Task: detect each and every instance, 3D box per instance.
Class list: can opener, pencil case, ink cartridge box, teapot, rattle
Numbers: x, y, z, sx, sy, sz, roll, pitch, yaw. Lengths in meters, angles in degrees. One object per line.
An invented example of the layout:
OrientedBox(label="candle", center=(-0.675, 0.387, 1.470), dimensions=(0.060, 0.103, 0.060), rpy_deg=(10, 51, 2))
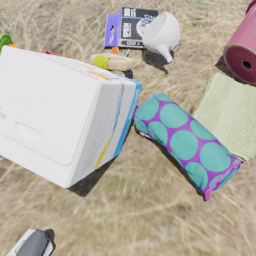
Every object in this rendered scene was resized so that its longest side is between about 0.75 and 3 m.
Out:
OrientedBox(label="can opener", center=(-2.734, 3.327, 5.653), dimensions=(0.778, 0.976, 2.918), rpy_deg=(30, 61, 18))
OrientedBox(label="pencil case", center=(1.486, 0.399, 7.467), dimensions=(2.914, 1.240, 1.346), rpy_deg=(46, 110, 26))
OrientedBox(label="ink cartridge box", center=(0.171, -3.870, 10.727), dimensions=(2.091, 0.454, 2.072), rpy_deg=(2, 54, -2))
OrientedBox(label="ink cartridge box", center=(-1.312, -0.402, 6.571), dimensions=(2.202, 2.163, 2.991), rpy_deg=(23, 14, 13))
OrientedBox(label="teapot", center=(1.236, -3.038, 9.326), dimensions=(1.421, 1.038, 1.402), rpy_deg=(-56, 28, 7))
OrientedBox(label="rattle", center=(-0.507, -1.849, 9.558), dimensions=(1.466, 1.609, 2.252), rpy_deg=(-11, 20, 1))

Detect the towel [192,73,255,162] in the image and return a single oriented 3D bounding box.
OrientedBox(label="towel", center=(3.089, -0.431, 8.466), dimensions=(2.079, 0.511, 2.802), rpy_deg=(24, 59, 14))

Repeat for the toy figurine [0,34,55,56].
OrientedBox(label="toy figurine", center=(-3.198, -2.015, 9.006), dimensions=(1.825, 1.489, 1.983), rpy_deg=(9, 42, -3))

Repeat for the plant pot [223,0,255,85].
OrientedBox(label="plant pot", center=(4.512, -2.784, 8.976), dimensions=(2.386, 2.666, 2.666), rpy_deg=(-43, 65, -8))
